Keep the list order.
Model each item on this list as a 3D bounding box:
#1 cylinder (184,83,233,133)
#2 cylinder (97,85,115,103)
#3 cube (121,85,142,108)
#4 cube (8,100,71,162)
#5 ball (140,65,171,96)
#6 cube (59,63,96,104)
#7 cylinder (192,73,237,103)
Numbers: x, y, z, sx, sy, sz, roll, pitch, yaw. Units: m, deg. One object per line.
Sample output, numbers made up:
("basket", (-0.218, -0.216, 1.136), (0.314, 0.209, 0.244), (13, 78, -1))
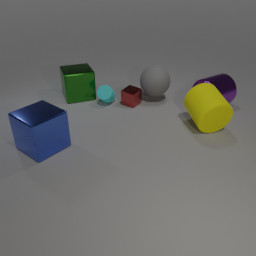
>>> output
("cylinder", (3.051, -0.772, 10.742), (1.400, 1.400, 1.400), (-8, 45, -13))
("cylinder", (-0.984, -1.540, 12.731), (0.700, 0.700, 0.700), (7, -5, 11))
("cube", (0.156, -1.442, 12.736), (0.700, 0.700, 0.700), (22, 42, 27))
("cube", (-2.990, 0.063, 9.605), (1.400, 1.400, 1.400), (23, 38, 34))
("ball", (1.250, -2.171, 12.888), (1.400, 1.400, 1.400), (0, 31, 0))
("cube", (-2.384, -2.148, 13.325), (1.400, 1.400, 1.400), (-11, 32, -17))
("cylinder", (3.783, -1.587, 12.367), (1.400, 1.400, 1.400), (-19, 36, -28))
